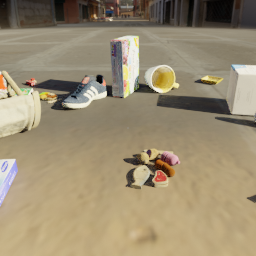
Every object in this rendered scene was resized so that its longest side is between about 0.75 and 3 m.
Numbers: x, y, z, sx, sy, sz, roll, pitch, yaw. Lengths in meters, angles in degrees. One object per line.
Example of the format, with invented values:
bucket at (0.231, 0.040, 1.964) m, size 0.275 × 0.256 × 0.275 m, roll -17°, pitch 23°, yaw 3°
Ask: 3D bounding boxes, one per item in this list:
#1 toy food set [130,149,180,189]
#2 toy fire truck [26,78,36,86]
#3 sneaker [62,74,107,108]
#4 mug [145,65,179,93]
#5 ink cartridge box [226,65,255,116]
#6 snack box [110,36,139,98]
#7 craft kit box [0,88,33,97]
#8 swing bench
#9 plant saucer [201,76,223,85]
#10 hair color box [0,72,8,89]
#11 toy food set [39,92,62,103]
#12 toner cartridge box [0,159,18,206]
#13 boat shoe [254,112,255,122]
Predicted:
toy food set at (0.727, 0.908, 6.992) m, size 1.140 × 0.282 × 1.793 m, roll 3°, pitch 25°, yaw 7°
toy fire truck at (-4.870, -2.333, 14.227) m, size 0.779 × 0.190 × 0.549 m, roll 21°, pitch 32°, yaw 38°
sneaker at (-1.795, -1.587, 11.528) m, size 0.949 × 1.070 × 2.532 m, roll 12°, pitch 28°, yaw 25°
mug at (1.464, -2.245, 13.263) m, size 1.234 × 1.541 × 1.265 m, roll -39°, pitch 23°, yaw -6°
ink cartridge box at (5.187, -1.418, 10.525) m, size 2.512 × 1.573 × 1.615 m, roll 4°, pitch 25°, yaw 9°
snack box at (-0.101, -2.742, 12.434) m, size 0.638 × 2.410 × 1.714 m, roll 9°, pitch 26°, yaw 22°
craft kit box at (-4.957, -1.163, 11.422) m, size 1.840 × 0.446 × 1.817 m, roll -4°, pitch 27°, yaw -8°
swing bench at (-4.352, -0.454, 8.485) m, size 2.519 × 1.643 × 2.533 m, roll -20°, pitch 36°, yaw -38°
plant saucer at (4.344, -2.457, 14.473) m, size 0.893 × 0.216 × 0.893 m, roll 17°, pitch 29°, yaw 34°
hair color box at (-6.743, -1.874, 12.473) m, size 1.330 × 0.803 × 2.621 m, roll 10°, pitch 27°, yaw 21°
toy food set at (-3.434, -1.378, 12.081) m, size 1.136 × 0.228 × 0.784 m, roll 21°, pitch 32°, yaw 38°
toner cartridge box at (-3.053, 1.268, 6.105) m, size 0.795 × 0.361 × 1.673 m, roll -2°, pitch 25°, yaw -5°
boat shoe at (5.324, -0.297, 9.063) m, size 2.272 × 0.705 × 0.818 m, roll 14°, pitch 27°, yaw 21°
